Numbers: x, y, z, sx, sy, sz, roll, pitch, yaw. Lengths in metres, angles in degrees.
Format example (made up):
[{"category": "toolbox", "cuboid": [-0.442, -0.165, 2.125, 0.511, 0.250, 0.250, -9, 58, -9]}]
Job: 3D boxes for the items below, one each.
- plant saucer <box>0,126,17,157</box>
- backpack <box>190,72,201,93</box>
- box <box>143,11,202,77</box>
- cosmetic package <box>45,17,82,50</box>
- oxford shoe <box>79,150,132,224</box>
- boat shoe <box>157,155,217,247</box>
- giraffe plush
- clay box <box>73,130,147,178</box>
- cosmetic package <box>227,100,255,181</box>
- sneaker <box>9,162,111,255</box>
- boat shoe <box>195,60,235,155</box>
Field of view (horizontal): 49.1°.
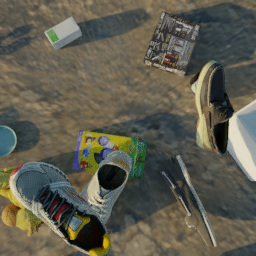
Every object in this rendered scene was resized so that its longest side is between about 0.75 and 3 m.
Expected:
[{"category": "plant saucer", "cuboid": [-3.654, 0.383, 8.106, 0.900, 0.123, 0.900, 0, 81, 0]}, {"category": "backpack", "cuboid": [2.207, -1.146, 8.128, 0.564, 0.744, 0.891, -42, 85, 14]}, {"category": "box", "cuboid": [1.340, -2.539, 8.453, 1.307, 0.412, 1.658, 19, 81, 3]}, {"category": "cosmetic package", "cuboid": [-1.950, -2.869, 8.518, 0.958, 0.406, 0.515, -33, 80, -4]}, {"category": "oxford shoe", "cuboid": [-0.752, 1.831, 7.288, 1.022, 0.785, 2.719, 28, 100, -3]}, {"category": "boat shoe", "cuboid": [1.567, 1.988, 7.538, 0.716, 0.840, 2.512, -24, 76, 11]}, {"category": "giraffe plush", "cuboid": [-2.658, 1.852, 7.200, 1.927, 1.662, 1.562, -1, 92, 17]}, {"category": "clay box", "cuboid": [-0.481, 0.753, 7.865, 1.938, 0.461, 1.114, 7, 81, 2]}, {"category": "cosmetic package", "cuboid": [3.902, 0.020, 7.262, 2.273, 1.902, 1.891, -33, 82, -5]}, {"category": "sneaker", "cuboid": [-1.179, 1.547, 5.382, 2.452, 1.007, 0.954, 45, 73, -19]}, {"category": "boat shoe", "cuboid": [1.723, -0.331, 5.371, 0.715, 1.953, 0.633, -34, 42, -26]}]
